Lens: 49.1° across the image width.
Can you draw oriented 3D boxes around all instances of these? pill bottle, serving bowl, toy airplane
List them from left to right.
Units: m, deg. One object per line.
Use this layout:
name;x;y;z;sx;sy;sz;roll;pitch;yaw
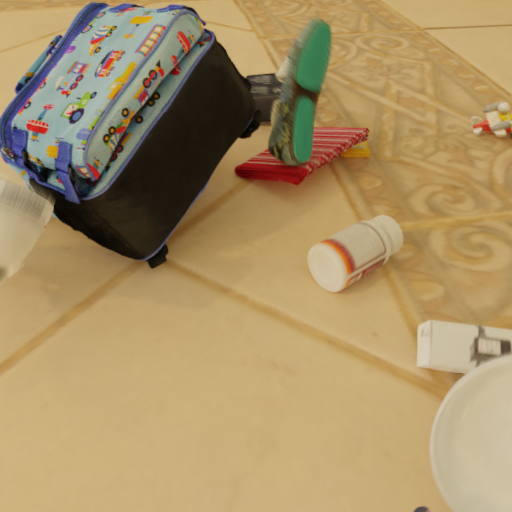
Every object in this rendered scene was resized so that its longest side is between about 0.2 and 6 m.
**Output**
pill bottle;1.410;-0.067;7.846;1.295;0.710;0.710;-27;47;-29
toy airplane;4.738;-2.693;11.028;0.982;0.696;0.987;-26;47;-27
serving bowl;2.527;1.725;5.052;1.832;1.832;0.602;15;9;17

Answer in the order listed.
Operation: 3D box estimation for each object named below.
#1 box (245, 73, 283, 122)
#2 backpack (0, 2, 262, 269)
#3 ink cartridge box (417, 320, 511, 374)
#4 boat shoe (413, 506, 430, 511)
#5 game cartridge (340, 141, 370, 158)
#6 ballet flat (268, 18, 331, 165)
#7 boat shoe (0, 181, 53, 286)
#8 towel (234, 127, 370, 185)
box;0.231;-3.264;11.521;0.988;0.590;1.005;0;44;15
backpack;-2.293;-2.031;8.397;3.641;2.449;3.324;24;73;36
ink cartridge box;2.473;1.076;6.271;1.223;0.888;0.510;6;78;9
boat shoe;0.979;2.915;3.961;0.863;1.072;2.312;16;42;18
game cartridge;1.872;-2.076;10.742;0.555;0.102;0.630;0;37;1
ballet flat;0.615;-2.661;9.118;0.863;2.326;0.863;12;3;-1
boat shoe;-3.279;0.044;6.580;2.920;1.079;1.245;-7;61;50
towel;0.836;-1.862;10.117;1.579;0.246;2.184;14;38;42
